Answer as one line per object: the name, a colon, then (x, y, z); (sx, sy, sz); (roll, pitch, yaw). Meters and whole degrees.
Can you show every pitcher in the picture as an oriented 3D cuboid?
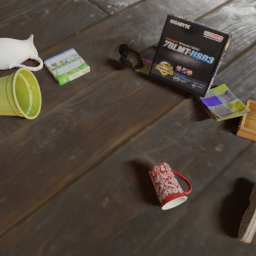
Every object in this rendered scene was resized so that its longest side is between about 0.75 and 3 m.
pitcher: (-4.712, -2.952, 11.603); (2.029, 1.230, 1.741); (-20, 68, -25)

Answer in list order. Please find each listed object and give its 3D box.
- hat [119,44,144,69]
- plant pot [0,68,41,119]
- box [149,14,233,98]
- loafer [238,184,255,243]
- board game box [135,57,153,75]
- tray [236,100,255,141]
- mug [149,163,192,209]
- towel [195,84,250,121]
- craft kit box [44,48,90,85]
hat: (0.005, -2.714, 11.236); (1.282, 1.282, 0.517); (34, 72, 20)
plant pot: (-4.355, -1.143, 10.140); (1.678, 1.825, 1.825); (-6, 56, 9)
box: (2.231, -2.678, 10.425); (2.414, 2.396, 0.600); (28, 31, 19)
loafer: (3.880, 2.482, 8.241); (0.654, 0.748, 2.080); (29, 58, 10)
board game box: (0.975, -2.566, 11.868); (1.167, 0.170, 0.785); (18, 59, 12)
tray: (5.482, 0.083, 9.910); (2.878, 0.533, 1.420); (20, 59, 14)
mug: (1.245, 1.730, 8.528); (1.065, 0.801, 1.200); (3, 50, -39)
towel: (3.476, -0.967, 10.447); (1.385, 0.220, 1.929); (-15, 42, -5)
craft kit box: (-2.573, -2.614, 11.820); (1.421, 0.345, 1.403); (-30, 59, -18)
